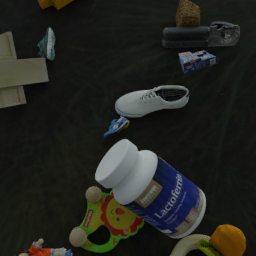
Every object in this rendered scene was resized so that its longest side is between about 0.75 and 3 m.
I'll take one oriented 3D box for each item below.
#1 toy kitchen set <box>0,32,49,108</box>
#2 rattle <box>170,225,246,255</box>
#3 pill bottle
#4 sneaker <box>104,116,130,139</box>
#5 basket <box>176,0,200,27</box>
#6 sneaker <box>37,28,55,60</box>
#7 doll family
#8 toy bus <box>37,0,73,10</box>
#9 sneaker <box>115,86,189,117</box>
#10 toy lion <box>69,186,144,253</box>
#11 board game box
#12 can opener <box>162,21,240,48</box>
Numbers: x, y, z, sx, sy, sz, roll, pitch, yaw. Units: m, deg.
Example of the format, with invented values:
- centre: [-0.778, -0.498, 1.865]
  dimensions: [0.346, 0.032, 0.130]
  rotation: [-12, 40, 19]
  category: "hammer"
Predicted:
- centre: [-4.352, -2.066, 10.115]
  dimensions: [1.943, 2.149, 2.382]
  rotation: [-19, 107, -44]
  category: "toy kitchen set"
- centre: [1.532, 3.815, 7.291]
  dimensions: [2.940, 2.100, 1.914]
  rotation: [-13, 70, -5]
  category: "rattle"
- centre: [0.615, 1.643, 7.704]
  dimensions: [2.844, 1.646, 1.646]
  rotation: [37, 73, -17]
  category: "pill bottle"
- centre: [-0.447, -0.015, 9.539]
  dimensions: [1.039, 0.384, 0.427]
  rotation: [-37, 71, -18]
  category: "sneaker"
- centre: [2.290, -4.197, 10.587]
  dimensions: [0.806, 1.129, 0.841]
  rotation: [1, 71, 0]
  category: "basket"
- centre: [-3.123, -3.199, 10.584]
  dimensions: [0.628, 0.534, 1.377]
  rotation: [-3, 69, 3]
  category: "sneaker"
- centre: [-2.450, 4.280, 7.753]
  dimensions: [1.695, 1.231, 2.731]
  rotation: [3, 89, -5]
  category: "doll family"
- centre: [-2.589, -5.517, 11.286]
  dimensions: [2.158, 0.702, 0.845]
  rotation: [-39, 76, -13]
  category: "toy bus"
- centre: [0.827, -1.036, 9.588]
  dimensions: [2.598, 0.920, 0.949]
  rotation: [-12, 71, -4]
  category: "sneaker"
- centre: [-0.518, 2.740, 8.466]
  dimensions: [1.966, 0.704, 2.051]
  rotation: [21, 74, -2]
  category: "toy lion"
- centre: [2.115, -2.211, 8.991]
  dimensions: [1.127, 0.347, 1.126]
  rotation: [-18, 30, -3]
  category: "board game box"
- centre: [2.766, -3.574, 10.716]
  dimensions: [2.935, 0.783, 0.981]
  rotation: [-1, 38, 0]
  category: "can opener"
